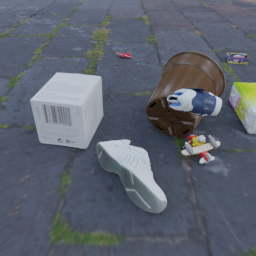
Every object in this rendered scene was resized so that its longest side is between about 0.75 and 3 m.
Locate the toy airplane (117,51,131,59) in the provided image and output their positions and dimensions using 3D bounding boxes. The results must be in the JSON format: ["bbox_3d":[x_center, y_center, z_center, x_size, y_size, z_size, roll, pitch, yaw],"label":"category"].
[{"bbox_3d":[-0.157,-4.103,15.717,1.027,0.189,1.027,3,37,-2],"label":"toy airplane"}]

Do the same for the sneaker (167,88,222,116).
[{"bbox_3d":[1.597,-0.722,7.318,1.222,0.673,1.669,13,7,-4],"label":"sneaker"}]

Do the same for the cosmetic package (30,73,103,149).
[{"bbox_3d":[-1.942,-0.657,9.544,1.708,1.709,2.072,8,36,10],"label":"cosmetic package"}]

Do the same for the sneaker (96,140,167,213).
[{"bbox_3d":[0.232,1.093,7.717,1.164,1.022,2.905,-17,38,-27],"label":"sneaker"}]

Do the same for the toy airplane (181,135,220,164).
[{"bbox_3d":[2.256,0.585,8.652,1.043,0.739,1.047,15,38,19],"label":"toy airplane"}]

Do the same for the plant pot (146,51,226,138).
[{"bbox_3d":[1.862,-1.044,9.705,2.326,2.326,2.303,19,53,24],"label":"plant pot"}]

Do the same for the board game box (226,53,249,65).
[{"bbox_3d":[5.908,-3.771,15.160,1.061,0.301,0.877,6,35,9],"label":"board game box"}]

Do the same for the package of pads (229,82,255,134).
[{"bbox_3d":[5.089,-0.800,10.403,2.084,0.920,2.697,2,34,-1],"label":"package of pads"}]
